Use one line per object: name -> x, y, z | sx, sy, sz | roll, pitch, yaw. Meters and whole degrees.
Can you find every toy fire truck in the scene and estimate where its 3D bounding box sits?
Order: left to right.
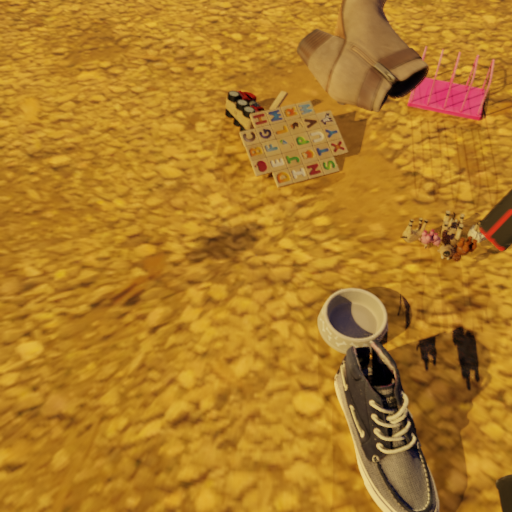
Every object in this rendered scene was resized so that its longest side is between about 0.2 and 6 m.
toy fire truck -> 0.032, -3.669, 13.671 | 1.279, 0.823, 1.126 | -18, 52, -28

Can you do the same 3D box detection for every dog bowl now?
dog bowl -> 1.747, 1.128, 9.994 | 1.278, 0.375, 1.278 | 0, 52, -1

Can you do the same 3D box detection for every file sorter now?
file sorter -> 4.869, -4.354, 13.932 | 1.779, 1.116, 1.236 | 16, 52, 12

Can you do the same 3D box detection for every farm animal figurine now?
farm animal figurine -> 3.687, -0.341, 11.025 | 1.373, 0.716, 1.358 | 26, 43, 28

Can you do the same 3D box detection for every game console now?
game console -> 3.128, -0.581, 6.540 | 0.171, 1.100, 0.972 | 37, 17, -7

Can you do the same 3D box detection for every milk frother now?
milk frother -> 4.123, 3.654, 7.047 | 1.639, 1.816, 1.708 | 8, 52, 1

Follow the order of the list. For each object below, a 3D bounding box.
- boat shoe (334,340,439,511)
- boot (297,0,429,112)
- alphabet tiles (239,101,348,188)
boat shoe -> 1.917, 2.544, 8.280 | 1.007, 1.251, 2.697 | -16, 52, -12
boot -> 1.835, -3.157, 8.381 | 1.723, 0.828, 2.357 | 40, 78, 21
alphabet tiles -> 0.865, -2.566, 12.694 | 2.268, 0.072, 1.887 | -16, 76, -13
